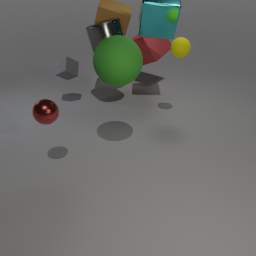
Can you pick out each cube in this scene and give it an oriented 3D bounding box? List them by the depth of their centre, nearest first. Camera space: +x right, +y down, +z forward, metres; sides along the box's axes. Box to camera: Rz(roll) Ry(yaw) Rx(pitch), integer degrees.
[{"bbox_3d":[1.200,-4.514,10.971,1.400,1.400,1.400,5,51,-2],"label":"cube"},{"bbox_3d":[-2.632,-2.567,12.100,0.700,0.700,0.700,-11,-18,38],"label":"cube"},{"bbox_3d":[-0.711,-4.717,12.414,1.400,1.400,1.400,14,38,-9],"label":"cube"},{"bbox_3d":[1.096,-4.197,14.174,1.400,1.400,1.400,-44,23,-25],"label":"cube"}]

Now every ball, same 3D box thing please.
[{"bbox_3d":[-2.239,-0.438,7.629,0.700,0.700,0.700,0,29,0],"label":"ball"},{"bbox_3d":[-0.286,-1.883,7.904,1.400,1.400,1.400,0,29,0],"label":"ball"},{"bbox_3d":[1.885,-2.878,10.026,0.700,0.700,0.700,0,29,0],"label":"ball"}]

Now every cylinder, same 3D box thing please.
[{"bbox_3d":[-0.833,-3.560,11.355,1.400,1.400,1.400,-14,23,6],"label":"cylinder"}]
